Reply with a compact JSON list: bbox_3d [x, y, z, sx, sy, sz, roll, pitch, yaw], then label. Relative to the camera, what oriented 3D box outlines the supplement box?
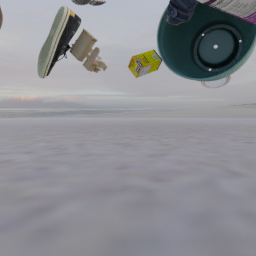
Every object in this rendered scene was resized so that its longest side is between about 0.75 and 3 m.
[{"bbox_3d":[0.574,-2.167,9.412,0.977,0.535,0.532,-25,-20,-29],"label":"supplement box"}]

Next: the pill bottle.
[{"bbox_3d":[1.829,-2.439,4.066,2.769,1.554,1.554,17,-1,-11],"label":"pill bottle"}]

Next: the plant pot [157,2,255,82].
[{"bbox_3d":[2.530,-2.674,8.486,2.817,2.817,1.888,1,-1,29],"label":"plant pot"}]

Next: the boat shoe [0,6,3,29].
[{"bbox_3d":[-3.861,-3.261,7.767,0.557,1.519,0.566,-1,-4,36],"label":"boat shoe"}]

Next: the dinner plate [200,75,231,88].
[{"bbox_3d":[3.546,-1.927,11.333,1.191,0.144,1.191,-13,39,11],"label":"dinner plate"}]

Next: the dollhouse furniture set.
[{"bbox_3d":[-1.003,-2.583,9.776,1.571,0.899,1.842,48,21,25],"label":"dollhouse furniture set"}]

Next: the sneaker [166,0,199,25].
[{"bbox_3d":[1.031,-3.144,6.620,0.573,1.506,1.088,-26,-23,-22],"label":"sneaker"}]

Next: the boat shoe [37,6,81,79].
[{"bbox_3d":[-2.217,-2.605,8.933,0.753,2.420,0.903,14,25,-41],"label":"boat shoe"}]

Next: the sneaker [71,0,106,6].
[{"bbox_3d":[-0.959,-3.067,6.392,0.395,0.433,1.057,-10,8,36],"label":"sneaker"}]
